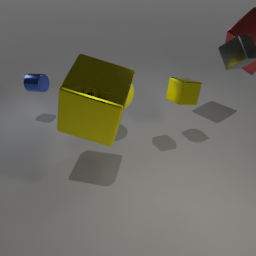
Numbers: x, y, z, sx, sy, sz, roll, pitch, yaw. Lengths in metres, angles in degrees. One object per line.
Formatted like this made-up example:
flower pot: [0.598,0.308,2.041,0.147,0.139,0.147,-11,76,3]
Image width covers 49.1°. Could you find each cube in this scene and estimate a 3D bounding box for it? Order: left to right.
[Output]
cube: [-0.767,-0.652,6.685,1.400,1.400,1.400,17,47,-2]
cube: [1.669,-1.114,8.447,0.700,0.700,0.700,-2,22,-29]
cube: [3.107,-2.102,7.850,0.700,0.700,0.700,-13,-8,-37]
cube: [4.458,-3.065,9.967,1.400,1.400,1.400,-41,66,-6]

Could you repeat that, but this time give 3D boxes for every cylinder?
cylinder: [-3.529,-1.744,10.827,0.700,0.700,0.700,5,30,21]

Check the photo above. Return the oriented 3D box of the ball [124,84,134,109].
ball: [-0.502,-1.239,9.639,1.400,1.400,1.400,0,30,0]
